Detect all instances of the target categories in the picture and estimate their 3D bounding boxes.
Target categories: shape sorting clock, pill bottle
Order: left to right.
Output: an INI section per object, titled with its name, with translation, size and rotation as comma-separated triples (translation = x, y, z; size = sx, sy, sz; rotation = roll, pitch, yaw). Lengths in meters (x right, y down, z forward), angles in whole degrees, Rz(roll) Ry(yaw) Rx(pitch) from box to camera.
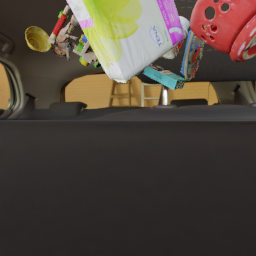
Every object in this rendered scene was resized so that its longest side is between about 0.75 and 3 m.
[pill bottle]
translation = 1.476, -2.906, 8.982
size = 0.695, 1.238, 0.695
rotation = 28, -10, 5
[shape sorting clock]
translation = 2.262, -2.624, 9.267
size = 0.418, 2.132, 2.132
rotation = 20, 8, 17

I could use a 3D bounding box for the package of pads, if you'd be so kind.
[package of pads]
translation = -0.080, -2.854, 6.692
size = 2.291, 2.966, 1.011
rotation = -38, 29, -16

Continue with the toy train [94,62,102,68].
[toy train]
translation = -1.083, -3.182, 12.243
size = 0.418, 0.565, 2.004
rotation = 2, -10, -20

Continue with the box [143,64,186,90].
[box]
translation = 1.481, -2.109, 11.462
size = 1.671, 0.411, 0.687
rotation = 35, 33, 32

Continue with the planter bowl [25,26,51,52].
[planter bowl]
translation = -3.511, -3.292, 10.696
size = 0.436, 1.048, 1.048
rotation = -23, -14, 40

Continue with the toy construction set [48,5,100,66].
[toy construction set]
translation = -1.541, -2.855, 9.682
size = 2.485, 2.072, 1.909
rotation = 7, -36, -38

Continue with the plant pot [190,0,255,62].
[plant pot]
translation = 2.445, -2.374, 6.216
size = 1.617, 1.473, 1.617
rotation = -31, -23, -15

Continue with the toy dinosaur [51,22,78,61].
[toy dinosaur]
translation = -2.706, -3.527, 11.545
size = 1.137, 1.677, 0.720
rotation = 25, 44, 22
